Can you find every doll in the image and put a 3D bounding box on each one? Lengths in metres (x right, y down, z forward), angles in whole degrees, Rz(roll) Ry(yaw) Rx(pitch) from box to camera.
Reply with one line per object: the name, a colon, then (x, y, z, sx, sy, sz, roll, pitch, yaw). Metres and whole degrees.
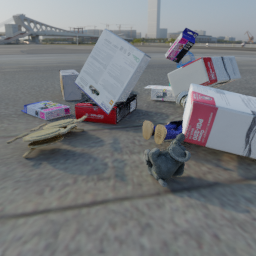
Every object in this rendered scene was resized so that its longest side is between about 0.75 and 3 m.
doll: (1.632, 0.046, 7.971, 2.404, 0.583, 1.640, -7, 18, -38)

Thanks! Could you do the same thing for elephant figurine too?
elephant figurine: (0.959, 0.623, 5.864, 1.120, 0.869, 0.792, -15, 0, -18)

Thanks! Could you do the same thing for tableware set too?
tableware set: (-2.040, 0.186, 7.796, 1.551, 0.470, 2.346, -10, 11, 8)

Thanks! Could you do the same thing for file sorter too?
file sorter: (2.408, -2.848, 11.705, 0.655, 0.579, 0.944, -17, -4, 27)

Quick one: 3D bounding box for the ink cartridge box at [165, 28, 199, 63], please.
ink cartridge box: (1.801, -2.731, 9.364, 0.566, 1.194, 0.221, 15, 45, -26)

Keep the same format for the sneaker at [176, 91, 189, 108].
sneaker: (3.010, -0.925, 11.052, 2.138, 0.807, 1.230, -9, 37, -35)

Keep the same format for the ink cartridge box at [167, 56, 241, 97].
ink cartridge box: (3.263, -2.205, 11.888, 2.555, 1.070, 1.843, -15, -2, -40)

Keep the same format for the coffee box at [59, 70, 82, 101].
coffee box: (-2.821, -2.133, 13.614, 0.839, 1.203, 2.104, -6, 18, -15)

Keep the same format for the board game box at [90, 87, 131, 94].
board game box: (-1.009, -1.989, 14.702, 2.221, 0.261, 1.164, -1, 16, -4)

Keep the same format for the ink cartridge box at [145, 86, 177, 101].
ink cartridge box: (1.649, -1.622, 13.039, 1.655, 0.557, 0.969, 7, 18, 17)

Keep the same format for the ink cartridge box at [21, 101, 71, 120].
ink cartridge box: (-3.167, -0.719, 10.679, 1.819, 0.382, 1.085, 13, 22, 40)

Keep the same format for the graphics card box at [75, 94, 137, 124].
graphics card box: (-0.726, -0.816, 10.508, 1.546, 0.627, 2.465, 5, 20, 17)

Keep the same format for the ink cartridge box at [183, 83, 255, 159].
ink cartridge box: (2.755, -0.169, 7.027, 2.600, 1.102, 1.894, 12, 23, 7)

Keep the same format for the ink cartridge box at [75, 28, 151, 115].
ink cartridge box: (-0.587, -1.876, 9.287, 2.164, 2.204, 0.477, 43, 19, 33)

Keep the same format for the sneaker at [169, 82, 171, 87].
sneaker: (3.102, -2.476, 14.294, 2.323, 1.403, 0.971, 16, 24, 41)
